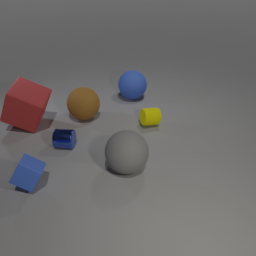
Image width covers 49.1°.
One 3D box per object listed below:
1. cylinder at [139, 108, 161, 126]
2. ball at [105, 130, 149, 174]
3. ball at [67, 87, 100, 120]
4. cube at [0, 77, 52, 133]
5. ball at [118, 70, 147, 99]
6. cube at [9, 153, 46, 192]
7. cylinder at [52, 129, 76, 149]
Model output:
[{"bbox_3d":[0.915,-0.469,11.514,0.700,0.700,0.700,-5,30,-20],"label":"cylinder"},{"bbox_3d":[-0.038,0.756,8.861,1.400,1.400,1.400,0,30,0],"label":"ball"},{"bbox_3d":[-1.899,-1.047,11.946,1.400,1.400,1.400,0,30,0],"label":"ball"},{"bbox_3d":[-4.045,-0.925,11.178,1.400,1.400,1.400,21,36,-14],"label":"cube"},{"bbox_3d":[0.223,-2.119,13.739,1.400,1.400,1.400,0,30,0],"label":"ball"},{"bbox_3d":[-2.926,1.302,8.205,0.700,0.700,0.700,28,15,-15],"label":"cube"},{"bbox_3d":[-2.313,0.388,10.211,0.700,0.700,0.700,3,30,5],"label":"cylinder"}]
